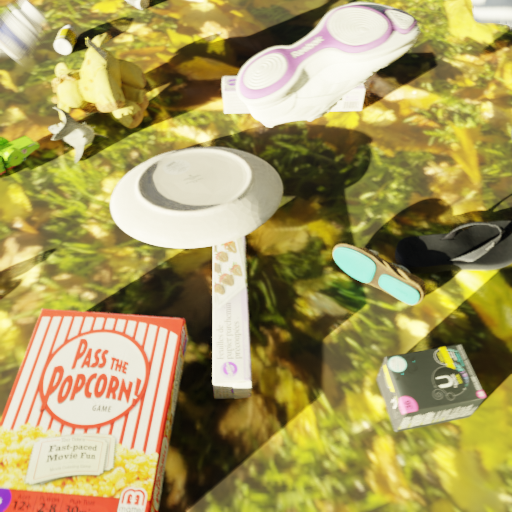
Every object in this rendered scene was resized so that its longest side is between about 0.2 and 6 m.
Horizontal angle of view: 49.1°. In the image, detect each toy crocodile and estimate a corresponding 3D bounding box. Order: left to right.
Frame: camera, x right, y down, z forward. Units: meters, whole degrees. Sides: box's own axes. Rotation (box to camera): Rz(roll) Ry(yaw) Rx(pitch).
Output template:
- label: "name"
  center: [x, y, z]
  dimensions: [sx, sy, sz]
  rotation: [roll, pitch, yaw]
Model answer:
- label: "toy crocodile"
  center: [-5.175, -1.824, 11.068]
  dimensions: [0.635, 0.581, 1.881]
  rotation: [32, 54, 23]

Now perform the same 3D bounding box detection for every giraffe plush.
- label: "giraffe plush"
  center: [-3.477, -3.533, 11.863]
  dimensions: [1.599, 1.971, 1.701]
  rotation: [-16, 48, 25]

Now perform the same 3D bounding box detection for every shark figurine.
- label: "shark figurine"
  center: [-3.569, -2.285, 11.160]
  dimensions: [1.171, 1.960, 0.818]
  rotation: [16, 90, -23]

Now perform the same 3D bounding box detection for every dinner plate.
- label: "dinner plate"
  center: [-1.112, -1.297, 10.375]
  dimensions: [3.218, 0.390, 3.218]
  rotation: [-2, 40, 2]

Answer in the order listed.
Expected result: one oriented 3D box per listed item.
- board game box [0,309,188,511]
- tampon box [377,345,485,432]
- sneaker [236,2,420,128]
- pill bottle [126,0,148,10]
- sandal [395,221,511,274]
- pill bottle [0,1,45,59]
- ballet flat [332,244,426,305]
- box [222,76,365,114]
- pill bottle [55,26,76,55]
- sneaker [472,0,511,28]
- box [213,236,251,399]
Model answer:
- label: "board game box"
  center: [-2.275, 2.195, 7.797]
  dimensions: [2.219, 0.678, 2.929]
  rotation: [3, 52, 2]
- label: "tampon box"
  center: [2.458, 1.885, 8.014]
  dimensions: [1.164, 0.735, 0.873]
  rotation: [-9, 53, -7]
- label: "sneaker"
  center: [1.172, -3.055, 9.146]
  dimensions: [2.974, 1.481, 1.113]
  rotation: [-21, 67, 9]
- label: "pill bottle"
  center: [-3.244, -6.928, 15.099]
  dimensions: [0.653, 0.369, 0.369]
  rotation: [35, 60, 24]
- label: "sandal"
  center: [3.648, -0.173, 9.750]
  dimensions: [2.404, 0.515, 0.914]
  rotation: [-11, 53, -9]
- label: "pill bottle"
  center: [-3.566, -3.437, 8.503]
  dimensions: [0.787, 0.437, 0.437]
  rotation: [-49, 60, 9]
- label: "ballet flat"
  center: [2.115, 0.231, 9.480]
  dimensions: [1.682, 0.571, 0.609]
  rotation: [28, 37, 20]
- label: "box"
  center: [0.814, -3.574, 12.328]
  dimensions: [3.091, 0.641, 0.598]
  rotation: [-2, 52, 0]
- label: "pill bottle"
  center: [-4.686, -5.355, 13.844]
  dimensions: [0.416, 0.416, 0.739]
  rotation: [1, 53, 1]
- label: "sneaker"
  center: [4.534, -4.472, 8.851]
  dimensions: [2.378, 1.290, 0.834]
  rotation: [-14, 35, 9]
- label: "box"
  center: [-0.408, 0.809, 8.951]
  dimensions: [0.563, 0.603, 2.908]
  rotation: [-2, 51, -2]
